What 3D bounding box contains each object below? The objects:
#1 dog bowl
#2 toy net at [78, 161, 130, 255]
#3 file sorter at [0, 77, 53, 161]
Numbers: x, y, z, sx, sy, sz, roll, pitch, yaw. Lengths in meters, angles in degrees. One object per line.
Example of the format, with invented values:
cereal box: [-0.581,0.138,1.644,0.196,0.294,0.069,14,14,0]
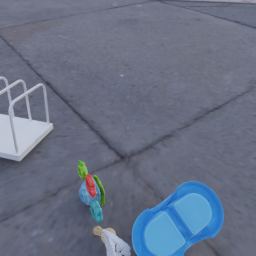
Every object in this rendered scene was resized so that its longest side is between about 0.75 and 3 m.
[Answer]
dog bowl: [0.852,1.720,4.987,1.840,0.456,1.025,-29,74,-24]
toy net: [-0.419,1.634,5.258,0.439,1.192,2.271,-12,41,-25]
file sorter: [-3.610,-0.447,7.492,2.515,1.566,1.745,11,31,11]
